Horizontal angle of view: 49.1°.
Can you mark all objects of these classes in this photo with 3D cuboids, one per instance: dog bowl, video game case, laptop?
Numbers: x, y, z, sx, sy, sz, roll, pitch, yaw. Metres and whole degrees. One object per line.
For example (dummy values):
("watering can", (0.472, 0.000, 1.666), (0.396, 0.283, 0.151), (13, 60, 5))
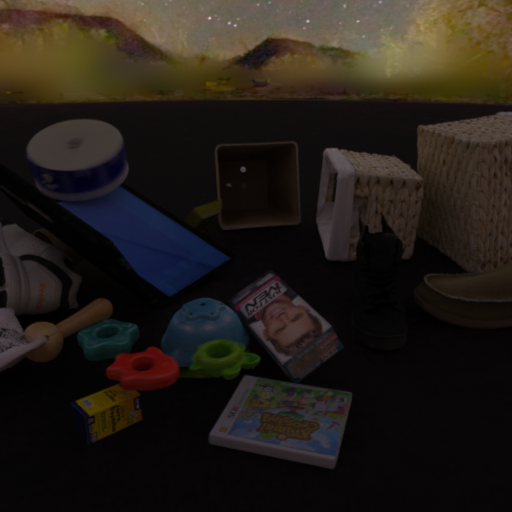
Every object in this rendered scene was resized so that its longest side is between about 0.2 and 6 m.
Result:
("dog bowl", (-3.467, -1.898, 10.938), (1.814, 0.715, 1.814), (0, 44, 0))
("video game case", (0.319, 1.823, 6.353), (1.366, 0.151, 1.244), (6, 21, 16))
("laptop", (-2.402, -0.844, 9.354), (3.329, 3.757, 1.940), (32, 73, 20))

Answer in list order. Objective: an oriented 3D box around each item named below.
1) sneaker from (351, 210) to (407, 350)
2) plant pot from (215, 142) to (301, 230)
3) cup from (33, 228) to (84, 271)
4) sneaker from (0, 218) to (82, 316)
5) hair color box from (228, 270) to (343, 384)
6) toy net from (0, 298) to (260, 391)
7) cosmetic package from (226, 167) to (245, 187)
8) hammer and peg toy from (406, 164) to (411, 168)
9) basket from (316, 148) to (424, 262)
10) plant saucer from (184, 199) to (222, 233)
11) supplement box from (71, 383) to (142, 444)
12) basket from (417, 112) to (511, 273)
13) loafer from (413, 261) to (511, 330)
("sneaker", (1.890, 0.278, 8.766), (0.801, 1.390, 2.666), (2, 20, 7))
("plant pot", (-0.116, -1.744, 13.843), (1.957, 1.954, 1.732), (-5, 8, -12))
("cup", (-3.558, -0.163, 10.400), (0.983, 0.983, 0.703), (17, 37, 39))
("sneaker", (-3.985, 0.214, 9.670), (1.335, 1.230, 3.338), (3, 20, -34))
("hair color box", (0.354, 0.912, 7.618), (0.813, 0.492, 1.625), (-36, 38, -9))
("toy net", (-2.098, 1.295, 7.013), (4.153, 0.802, 2.179), (-4, 23, -6))
("cosmetic package", (-0.562, -2.492, 17.648), (0.829, 0.509, 0.826), (-15, 25, -39))
("hammer and peg toy", (5.154, -1.726, 14.738), (2.981, 1.051, 2.192), (4, 20, 11))
("basket", (2.325, -1.129, 11.996), (1.739, 1.911, 2.820), (4, 20, 0))
("plant saucer", (-1.255, -0.757, 12.487), (0.247, 1.029, 1.031), (50, 36, 9))
("supplement box", (-1.664, 1.744, 6.263), (0.661, 0.360, 0.362), (-17, 26, -38))
("basket", (4.788, -1.319, 11.352), (2.238, 2.782, 2.757), (-9, 21, -7))
("loafer", (4.014, 0.495, 8.691), (3.055, 1.030, 1.161), (2, 20, 6))
